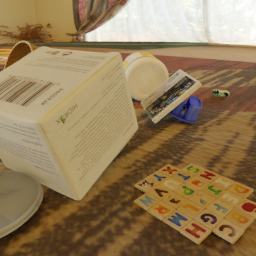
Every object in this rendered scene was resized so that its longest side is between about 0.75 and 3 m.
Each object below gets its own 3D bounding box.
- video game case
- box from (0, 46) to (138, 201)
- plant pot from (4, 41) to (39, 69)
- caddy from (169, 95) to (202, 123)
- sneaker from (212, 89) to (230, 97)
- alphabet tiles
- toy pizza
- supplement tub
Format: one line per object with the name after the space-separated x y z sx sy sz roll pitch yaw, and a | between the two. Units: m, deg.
1.553 -1.269 10.753 2.141 0.250 1.946 -39 26 7 | video game case
-1.708 -0.306 6.963 2.787 2.399 2.801 14 46 32 | box
-3.406 -1.919 12.086 2.949 2.749 2.749 10 9 -45 | plant pot
2.210 -0.807 11.207 1.259 0.935 1.781 24 25 2 | caddy
4.870 -1.853 14.645 0.899 0.349 0.629 20 26 21 | sneaker
1.476 1.510 6.231 2.136 0.081 2.567 -23 30 -37 | alphabet tiles
-3.049 1.639 5.710 2.578 0.409 2.578 -1 21 0 | toy pizza
0.744 -2.720 14.314 2.140 2.140 2.958 -2 22 -6 | supplement tub
